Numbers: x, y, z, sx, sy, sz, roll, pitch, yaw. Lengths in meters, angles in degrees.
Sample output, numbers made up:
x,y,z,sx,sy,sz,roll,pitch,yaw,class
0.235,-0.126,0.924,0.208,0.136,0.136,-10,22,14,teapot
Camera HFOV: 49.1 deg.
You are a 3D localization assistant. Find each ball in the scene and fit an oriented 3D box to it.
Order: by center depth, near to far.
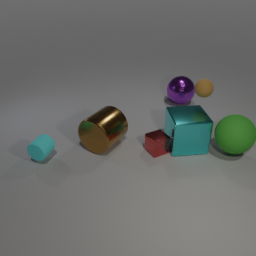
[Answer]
x,y,z,sx,sy,sz,roll,pitch,yaw,class
3.785,0.219,9.898,1.400,1.400,1.400,0,30,0,ball
2.868,-1.499,10.555,0.700,0.700,0.700,0,30,0,ball
2.624,-1.878,13.911,1.400,1.400,1.400,0,30,0,ball

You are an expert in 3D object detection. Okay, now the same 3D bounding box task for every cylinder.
x,y,z,sx,sy,sz,roll,pitch,yaw,class
-3.050,0.683,9.860,0.700,0.700,0.700,10,32,16,cylinder
-0.930,0.048,10.623,1.400,1.400,1.400,17,34,27,cylinder

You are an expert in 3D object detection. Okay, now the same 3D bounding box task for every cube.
x,y,z,sx,sy,sz,roll,pitch,yaw,class
1.092,0.568,10.455,0.700,0.700,0.700,-16,34,-25,cube
2.220,0.077,10.592,1.400,1.400,1.400,-4,31,-6,cube
